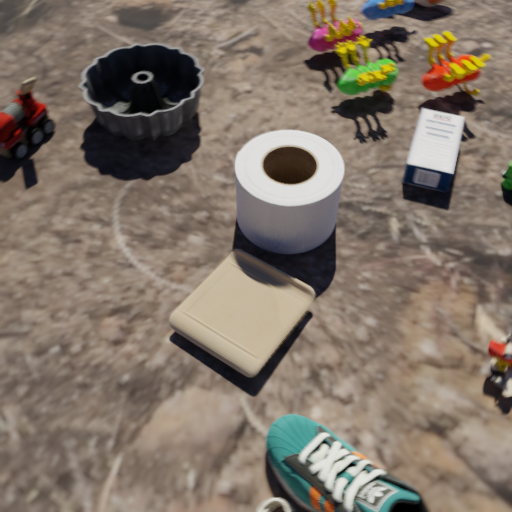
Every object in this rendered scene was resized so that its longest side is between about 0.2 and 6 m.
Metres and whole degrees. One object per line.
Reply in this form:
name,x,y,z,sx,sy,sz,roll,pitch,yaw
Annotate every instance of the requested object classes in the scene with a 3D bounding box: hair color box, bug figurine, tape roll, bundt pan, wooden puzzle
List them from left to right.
bundt pan,-2.011,-2.911,10.197,2.200,0.826,2.200,0,53,0
wooden puzzle,-0.179,0.747,7.680,1.438,0.289,1.555,28,58,22
tape roll,0.483,-0.979,8.514,1.612,1.107,1.612,0,53,0
bug figurine,2.628,-4.225,11.132,2.926,0.971,3.773,-16,55,-10
hair color box,3.034,-1.821,9.571,0.760,0.460,1.520,16,54,12

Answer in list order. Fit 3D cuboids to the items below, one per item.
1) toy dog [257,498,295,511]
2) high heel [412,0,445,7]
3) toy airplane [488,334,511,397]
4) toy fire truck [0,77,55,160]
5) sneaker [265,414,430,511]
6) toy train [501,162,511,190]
toy dog,0.132,3.223,5.397,1.190,0.869,1.804,33,59,22
high heel,3.584,-6.135,12.839,1.847,0.622,0.886,-15,63,5
toy airplane,3.249,1.371,7.140,0.714,0.504,0.711,-9,77,-34
toy fire truck,-4.048,-2.432,9.523,0.829,1.288,1.134,22,55,17
sneaker,1.117,2.485,5.852,0.909,1.018,2.548,-36,59,-28
toy train,4.806,-0.928,8.830,1.943,0.548,0.405,38,61,26
